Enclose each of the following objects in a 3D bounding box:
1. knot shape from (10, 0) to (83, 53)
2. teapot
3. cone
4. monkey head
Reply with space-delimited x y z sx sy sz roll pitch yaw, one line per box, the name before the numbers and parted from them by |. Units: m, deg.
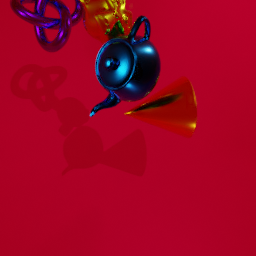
knot shape | -1.663 -2.691 6.366 1.542 0.762 1.648 -39 90 -4
teapot | -0.105 -1.063 5.166 1.259 0.992 2.025 39 112 29
cone | 0.589 -0.379 6.090 1.376 1.371 1.371 -6 81 -7
monkey head | -0.509 -2.047 5.393 0.932 1.113 1.547 -11 120 35
